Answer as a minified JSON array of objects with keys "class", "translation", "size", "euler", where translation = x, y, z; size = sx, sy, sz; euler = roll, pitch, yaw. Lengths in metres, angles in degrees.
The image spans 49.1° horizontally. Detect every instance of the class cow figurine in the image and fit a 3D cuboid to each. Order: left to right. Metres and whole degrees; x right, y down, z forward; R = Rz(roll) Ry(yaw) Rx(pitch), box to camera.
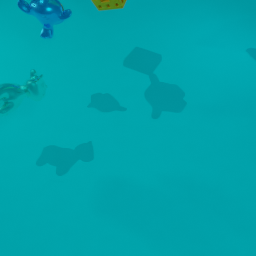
[{"class":"cow figurine","translation":[-2.308,-0.728,5.712],"size":[1.178,0.646,1.159],"euler":[8,37,30]}]

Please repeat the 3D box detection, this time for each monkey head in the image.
[{"class":"monkey head","translation":[-1.813,-2.463,6.241],"size":[1.192,0.718,0.858],"euler":[12,93,0]}]

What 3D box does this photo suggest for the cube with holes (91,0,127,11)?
[{"class":"cube with holes","translation":[-0.524,-3.802,7.482],"size":[0.847,0.847,0.847],"euler":[10,71,33]}]
